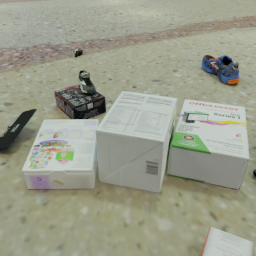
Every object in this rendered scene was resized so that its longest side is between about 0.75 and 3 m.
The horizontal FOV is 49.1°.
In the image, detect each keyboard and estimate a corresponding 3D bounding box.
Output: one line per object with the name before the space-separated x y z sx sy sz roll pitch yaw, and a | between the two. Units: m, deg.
keyboard | -3.640 0.125 9.149 0.953 0.363 1.831 -7 40 31

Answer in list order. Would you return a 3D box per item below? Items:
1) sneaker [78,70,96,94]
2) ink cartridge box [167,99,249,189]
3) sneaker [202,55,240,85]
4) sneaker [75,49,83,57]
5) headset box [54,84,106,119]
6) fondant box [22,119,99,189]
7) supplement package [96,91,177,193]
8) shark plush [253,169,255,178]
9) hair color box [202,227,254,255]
sneaker | -1.610 -1.795 10.690 0.490 0.666 1.473 -12 34 -20
ink cartridge box | 2.394 0.317 8.293 1.958 1.135 2.704 10 35 14
sneaker | 4.529 -3.069 13.529 1.013 1.055 2.690 -11 35 -18
sneaker | -2.821 -4.342 16.137 0.406 0.351 0.928 6 33 -1
headset box | -1.894 -1.058 10.801 1.354 0.683 1.821 -23 40 -30
fondant box | -1.794 0.660 8.168 1.775 0.716 2.460 0 32 -1
supplement package | 0.322 0.283 7.813 1.700 1.712 2.256 9 34 13
shark plush | 4.853 0.886 7.717 2.777 1.262 1.157 -7 64 -19
hair color box | 1.706 2.774 5.109 0.899 0.542 1.771 16 36 21
